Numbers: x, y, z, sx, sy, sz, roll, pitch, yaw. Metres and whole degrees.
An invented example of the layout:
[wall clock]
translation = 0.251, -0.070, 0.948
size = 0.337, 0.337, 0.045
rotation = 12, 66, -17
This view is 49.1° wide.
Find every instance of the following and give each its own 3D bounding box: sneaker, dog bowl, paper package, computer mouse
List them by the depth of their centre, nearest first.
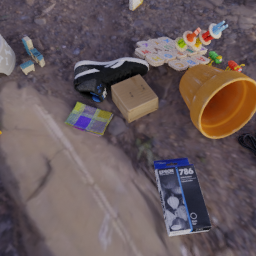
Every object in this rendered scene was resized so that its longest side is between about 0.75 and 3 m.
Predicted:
[computer mouse]
translation = 4.565, 0.275, 8.206
size = 2.266, 0.597, 1.569
rotation = -26, 58, -17
[paper package]
translation = 0.209, -0.967, 9.073
size = 1.180, 0.640, 1.238
rotation = -25, 58, -17
[sneaker]
translation = -0.542, -1.512, 9.401
size = 2.551, 0.932, 1.427
rotation = -3, 62, 2
[dog bowl]
translation = -5.692, -2.546, 10.069
size = 2.995, 0.878, 2.995
rotation = 0, 55, -1

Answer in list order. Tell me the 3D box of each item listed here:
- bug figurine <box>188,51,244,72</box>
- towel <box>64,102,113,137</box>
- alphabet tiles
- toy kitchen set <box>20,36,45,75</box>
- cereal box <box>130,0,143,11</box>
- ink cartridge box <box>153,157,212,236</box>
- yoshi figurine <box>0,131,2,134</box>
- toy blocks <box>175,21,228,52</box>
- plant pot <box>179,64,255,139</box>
[bug figurine]
translation = 3.089, -2.134, 10.004
size = 1.894, 0.487, 1.469
rotation = -27, 58, -18
[towel]
translation = -1.225, -0.306, 8.898
size = 1.361, 0.155, 0.978
rotation = 19, 57, 13
[alphabet tiles]
translation = 1.594, -2.820, 10.236
size = 2.554, 0.186, 2.498
rotation = -19, 45, -27
[toy kitchen set]
translation = -3.726, -2.658, 10.269
size = 0.902, 0.663, 1.126
rotation = -35, 61, -22
[cereal box]
translation = 0.367, -5.867, 12.282
size = 0.222, 1.124, 0.809
rotation = 30, 60, 21
[ink cartridge box]
translation = 1.355, 1.648, 7.351
size = 1.062, 0.419, 2.136
rotation = -7, 54, -4
[yoshi figurine]
translation = -4.276, -0.076, 8.658
size = 0.478, 0.480, 0.854
rotation = -43, 75, 18
[toy blocks]
translation = 2.448, -3.099, 9.342
size = 1.221, 1.465, 0.532
rotation = -11, 85, -28
[plant pot]
translation = 2.527, -1.005, 8.451
size = 1.990, 1.990, 1.822
rotation = -18, 41, -12
